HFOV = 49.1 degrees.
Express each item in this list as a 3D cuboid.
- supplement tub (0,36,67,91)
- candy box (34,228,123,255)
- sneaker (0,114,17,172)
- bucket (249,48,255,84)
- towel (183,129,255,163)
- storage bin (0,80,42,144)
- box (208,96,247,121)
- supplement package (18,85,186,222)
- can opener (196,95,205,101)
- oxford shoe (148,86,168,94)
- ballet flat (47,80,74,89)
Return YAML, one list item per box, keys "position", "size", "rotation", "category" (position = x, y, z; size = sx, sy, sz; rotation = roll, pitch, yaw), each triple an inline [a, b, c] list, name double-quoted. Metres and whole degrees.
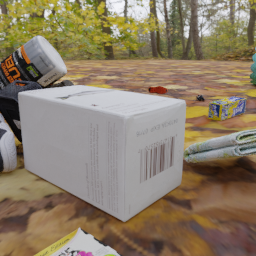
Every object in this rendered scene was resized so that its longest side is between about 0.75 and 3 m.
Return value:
- position: [-3.855, -1.953, 10.426]
  size: [2.804, 1.718, 1.718]
  rotation: [-34, 15, 8]
  category: "supplement tub"
- position: [-0.345, 1.564, 2.527]
  size: [1.399, 0.427, 0.954]
  rotation: [13, 22, 39]
  category: "candy box"
- position: [-3.318, 0.272, 5.918]
  size: [1.429, 0.947, 2.510]
  rotation: [-8, 21, -33]
  category: "sneaker"
- position: [8.774, -3.874, 17.067]
  size: [1.859, 2.858, 2.858]
  rotation: [15, 22, 32]
  category: "bucket"
- position: [2.124, 0.321, 5.257]
  size: [1.583, 0.445, 1.849]
  rotation: [-4, -10, -15]
  category: "towel"
- position: [-2.366, -0.299, 6.674]
  size: [1.016, 1.503, 0.705]
  rotation: [11, 44, 32]
  category: "storage bin"
- position: [3.524, -0.710, 9.881]
  size: [1.678, 0.588, 0.539]
  rotation: [-15, 22, -40]
  category: "box"
- position: [-0.554, 0.180, 5.120]
  size: [2.737, 1.606, 1.600]
  rotation: [14, 21, 39]
  category: "supplement package"
- position: [3.276, -1.383, 12.875]
  size: [0.261, 0.324, 0.824]
  rotation: [-39, 13, 5]
  category: "can opener"
- position: [1.627, -2.010, 14.643]
  size: [1.123, 0.400, 0.407]
  rotation: [12, 15, 36]
  category: "oxford shoe"
- position: [-3.698, -1.725, 13.243]
  size: [0.671, 0.975, 2.894]
  rotation: [-37, -5, 36]
  category: "ballet flat"
